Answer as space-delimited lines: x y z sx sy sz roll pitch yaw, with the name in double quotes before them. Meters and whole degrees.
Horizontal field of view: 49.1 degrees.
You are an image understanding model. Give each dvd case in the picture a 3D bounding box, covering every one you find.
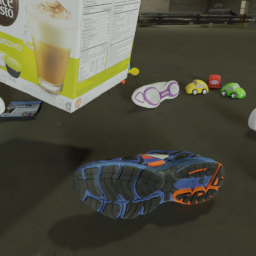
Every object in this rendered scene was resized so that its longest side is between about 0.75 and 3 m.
"dvd case" -3.767 -0.647 10.056 1.186 0.146 1.663 -2 24 -7

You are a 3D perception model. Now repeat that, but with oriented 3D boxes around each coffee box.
"coffee box" -1.496 -2.360 6.588 2.591 2.566 2.595 23 35 18

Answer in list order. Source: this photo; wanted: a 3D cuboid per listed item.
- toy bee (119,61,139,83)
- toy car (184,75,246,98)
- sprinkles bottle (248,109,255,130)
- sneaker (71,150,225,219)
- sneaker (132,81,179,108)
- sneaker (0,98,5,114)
"toy bee" -0.409 -2.834 13.936 1.608 1.335 2.457 1 -2 24
"toy car" 3.984 -1.809 12.145 2.454 0.547 2.309 -21 31 -38
"sprinkles bottle" 4.407 0.050 7.771 0.714 0.714 2.092 -13 27 -26
"sneaker" 0.361 0.982 5.542 2.948 1.111 1.156 2 15 -19
"sneaker" 0.942 -1.294 10.952 2.286 0.856 1.139 -17 13 -37
"sneaker" -5.669 -0.594 8.820 2.911 1.071 1.717 5 27 13
